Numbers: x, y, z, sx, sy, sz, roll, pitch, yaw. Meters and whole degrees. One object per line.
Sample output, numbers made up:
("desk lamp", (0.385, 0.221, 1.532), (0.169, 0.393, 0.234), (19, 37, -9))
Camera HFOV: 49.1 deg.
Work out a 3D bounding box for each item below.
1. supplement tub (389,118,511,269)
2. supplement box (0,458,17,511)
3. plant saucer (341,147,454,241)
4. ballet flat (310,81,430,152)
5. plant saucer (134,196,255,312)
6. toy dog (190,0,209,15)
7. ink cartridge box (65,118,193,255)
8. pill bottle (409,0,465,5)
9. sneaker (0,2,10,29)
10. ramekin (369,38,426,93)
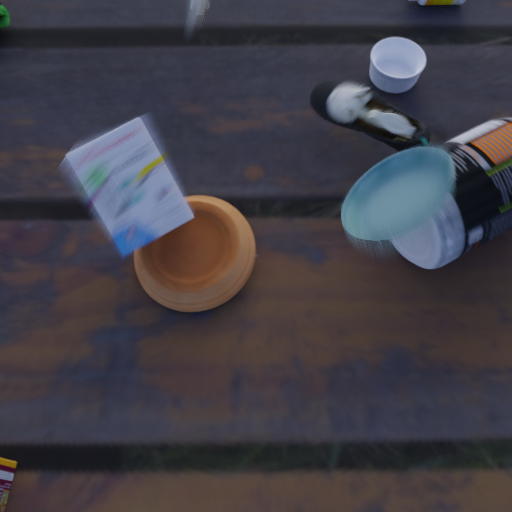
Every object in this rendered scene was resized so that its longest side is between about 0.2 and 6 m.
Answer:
("supplement tub", (3.019, -0.948, 7.721), (2.427, 1.487, 1.487), (-26, 67, -12))
("supplement box", (-3.247, 2.931, 6.291), (0.556, 0.717, 1.299), (4, 64, 3))
("plant saucer", (1.621, -0.654, 6.353), (1.382, 0.248, 1.382), (-30, 33, 22))
("ballet flat", (1.665, -2.139, 8.280), (1.975, 0.676, 0.672), (27, 97, 15))
("plant saucer", (-0.886, -0.092, 7.817), (1.737, 0.325, 1.737), (-2, 70, 6))
("toy dog", (-0.671, -2.963, 6.347), (0.296, 0.425, 0.412), (-3, 28, 38))
("ink cartridge box", (-1.605, -0.904, 7.180), (1.014, 1.009, 1.382), (-29, 104, -6))
("pill bottle", (3.261, -4.813, 10.075), (1.002, 0.547, 0.547), (-2, 65, -1))
("sneaker", (-5.100, -3.655, 9.338), (0.972, 0.890, 2.281), (27, 67, 12))
("ramekin", (2.326, -3.155, 9.346), (0.902, 0.440, 0.902), (0, 65, 0))
